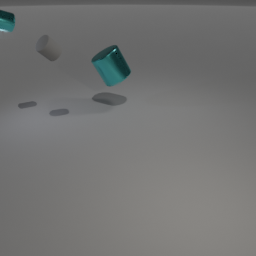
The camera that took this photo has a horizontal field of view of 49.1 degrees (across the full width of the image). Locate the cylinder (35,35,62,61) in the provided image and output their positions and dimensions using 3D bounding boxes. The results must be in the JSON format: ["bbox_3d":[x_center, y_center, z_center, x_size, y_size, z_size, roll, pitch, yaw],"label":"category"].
[{"bbox_3d":[-2.907,-2.929,10.291,0.700,0.700,0.700,23,-6,37],"label":"cylinder"}]

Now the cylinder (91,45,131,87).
[{"bbox_3d":[-0.768,-2.894,13.051,1.400,1.400,1.400,-25,29,15],"label":"cylinder"}]

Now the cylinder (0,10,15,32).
[{"bbox_3d":[-4.622,-3.954,10.301,0.700,0.700,0.700,0,21,-43],"label":"cylinder"}]
